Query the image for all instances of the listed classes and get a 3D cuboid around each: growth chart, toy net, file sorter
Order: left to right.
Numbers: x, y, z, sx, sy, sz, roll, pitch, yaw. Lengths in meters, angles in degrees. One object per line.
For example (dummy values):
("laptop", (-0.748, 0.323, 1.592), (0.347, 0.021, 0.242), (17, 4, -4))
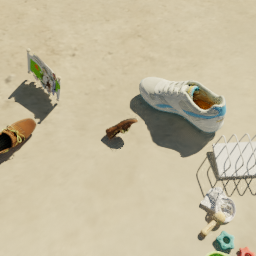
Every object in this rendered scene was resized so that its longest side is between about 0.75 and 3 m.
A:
("growth chart", (-2.706, -1.669, 8.980), (0.164, 1.336, 1.846), (-35, 68, -31))
("toy net", (2.339, 2.448, 6.557), (1.269, 0.467, 2.418), (6, 54, 7))
("file sorter", (3.137, 0.690, 7.477), (1.404, 0.874, 0.974), (-3, 63, -2))

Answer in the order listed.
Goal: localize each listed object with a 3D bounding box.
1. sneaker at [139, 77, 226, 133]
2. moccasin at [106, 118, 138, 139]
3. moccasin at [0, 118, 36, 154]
("sneaker", (1.611, -0.992, 8.456), (2.859, 1.155, 1.094), (27, 62, 23))
("moccasin", (-0.169, 0.022, 8.102), (1.040, 0.380, 0.401), (-26, 80, 16))
("moccasin", (-3.334, 0.265, 7.833), (1.758, 0.679, 0.643), (-32, 104, -34))
